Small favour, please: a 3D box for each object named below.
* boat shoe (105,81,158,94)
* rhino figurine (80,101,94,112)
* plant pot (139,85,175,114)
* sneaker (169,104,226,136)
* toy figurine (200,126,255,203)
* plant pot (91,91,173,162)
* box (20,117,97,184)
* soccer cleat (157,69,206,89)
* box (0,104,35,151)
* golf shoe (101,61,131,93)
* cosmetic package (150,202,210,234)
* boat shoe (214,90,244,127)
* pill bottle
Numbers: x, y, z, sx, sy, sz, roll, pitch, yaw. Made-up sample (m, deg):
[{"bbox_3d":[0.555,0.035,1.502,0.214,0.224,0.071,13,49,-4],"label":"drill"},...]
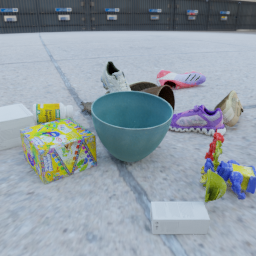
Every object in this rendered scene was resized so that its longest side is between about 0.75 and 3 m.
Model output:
[{"bbox_3d":[0.140,-1.750,13.391,2.630,0.943,1.002,-8,14,-16],"label":"boat shoe"},{"bbox_3d":[-1.221,-0.866,11.678,2.051,0.613,0.897,12,27,29],"label":"rhino figurine"},{"bbox_3d":[0.814,-0.958,11.059,1.583,1.480,1.480,7,24,36],"label":"plant pot"},{"bbox_3d":[2.367,-0.394,10.103,2.309,1.021,0.929,7,26,17],"label":"sneaker"},{"bbox_3d":[2.632,0.997,6.646,1.505,1.325,2.512,19,16,11],"label":"toy figurine"},{"bbox_3d":[0.080,0.079,8.235,2.289,1.541,2.289,3,31,-2],"label":"plant pot"},{"bbox_3d":[-1.990,0.549,7.987,1.586,1.004,1.646,-16,29,-32],"label":"box"},{"bbox_3d":[2.935,-2.523,15.300,2.857,0.953,1.092,4,62,-13],"label":"soccer cleat"},{"bbox_3d":[-4.033,-0.062,9.388,1.496,0.978,1.489,-15,28,-30],"label":"box"},{"bbox_3d":[-0.398,-1.808,12.152,1.015,1.260,2.592,-26,62,-24],"label":"golf shoe"},{"bbox_3d":[1.050,1.852,5.805,1.131,0.403,0.573,0,24,0],"label":"cosmetic package"},{"bbox_3d":[4.064,-0.736,11.207,0.901,0.996,2.794,43,34,6],"label":"boat shoe"},{"bbox_3d":[-2.848,-0.544,10.706,1.430,0.806,0.806,-3,24,-14],"label":"pill bottle"}]
